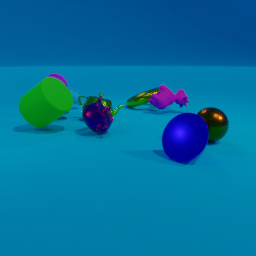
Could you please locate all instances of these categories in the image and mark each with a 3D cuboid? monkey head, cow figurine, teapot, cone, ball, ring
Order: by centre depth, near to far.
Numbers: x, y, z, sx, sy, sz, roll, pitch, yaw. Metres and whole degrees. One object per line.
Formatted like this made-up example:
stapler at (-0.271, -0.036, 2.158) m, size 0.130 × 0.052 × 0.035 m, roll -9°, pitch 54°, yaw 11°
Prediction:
cone at (1.487, 0.333, 6.194) m, size 1.071 × 1.071 × 1.075 m, roll 13°, pitch -8°, yaw 43°
ball at (2.075, -0.085, 7.053) m, size 0.883 × 0.883 × 0.883 m, roll 0°, pitch 14°, yaw 0°
teapot at (-0.808, -0.377, 7.941) m, size 0.944 × 0.743 × 1.518 m, roll 40°, pitch 20°, yaw -37°
teapot at (-0.962, -0.756, 9.707) m, size 1.743 × 0.854 × 1.084 m, roll 17°, pitch 15°, yaw 14°
cow figurine at (1.646, -1.092, 10.920) m, size 1.297 × 0.723 × 1.318 m, roll 37°, pitch 60°, yaw 11°
cone at (-2.687, -1.682, 11.210) m, size 1.100 × 1.100 × 1.104 m, roll -10°, pitch 9°, yaw -35°
monkey head at (-2.354, -1.258, 11.909) m, size 0.727 × 0.609 × 1.011 m, roll -25°, pitch -36°, yaw 35°
ring at (0.781, -1.361, 12.282) m, size 1.858 × 0.372 × 1.858 m, roll -20°, pitch 10°, yaw 4°

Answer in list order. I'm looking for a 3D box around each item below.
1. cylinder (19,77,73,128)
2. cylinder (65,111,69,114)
cylinder at (-2.373, -0.730, 8.130) m, size 1.117 × 1.117 × 1.117 m, roll -29°, pitch -1°, yaw 28°
cylinder at (-2.562, -0.782, 9.811) m, size 0.782 × 0.782 × 0.782 m, roll -18°, pitch 17°, yaw -9°
